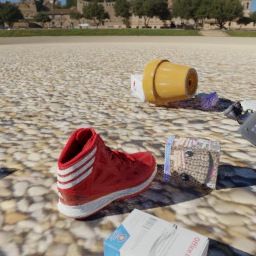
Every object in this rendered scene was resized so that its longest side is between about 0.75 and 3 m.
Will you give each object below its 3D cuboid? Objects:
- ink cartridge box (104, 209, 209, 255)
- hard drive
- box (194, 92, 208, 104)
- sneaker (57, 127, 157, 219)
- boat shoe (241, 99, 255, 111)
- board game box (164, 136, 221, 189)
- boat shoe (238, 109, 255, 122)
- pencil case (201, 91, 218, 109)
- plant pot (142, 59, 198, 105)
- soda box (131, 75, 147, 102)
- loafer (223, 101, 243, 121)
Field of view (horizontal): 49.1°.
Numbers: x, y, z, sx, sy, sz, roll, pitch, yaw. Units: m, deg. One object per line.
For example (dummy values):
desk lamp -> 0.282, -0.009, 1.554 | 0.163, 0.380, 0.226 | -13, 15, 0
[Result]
ink cartridge box -> 0.473, 2.072, 4.638 | 1.431, 0.602, 1.034 | 13, 25, 30
hard drive -> 4.368, 0.229, 8.674 | 1.109, 0.348, 1.645 | -44, 49, -7
box -> 3.678, -1.492, 13.963 | 0.433, 0.390, 0.770 | 21, 30, 40
sneaker -> -0.316, 0.723, 6.530 | 1.166, 1.720, 2.977 | 17, 27, 36
boat shoe -> 6.157, -0.957, 11.768 | 2.740, 0.976, 0.956 | 21, 29, 40
board game box -> 1.630, 0.854, 7.130 | 1.305, 1.040, 0.632 | 6, 22, 18
boat shoe -> 4.903, -0.540, 11.532 | 1.159, 0.405, 0.411 | -18, 28, -38
pencil case -> 3.883, -1.309, 13.234 | 0.570, 0.581, 1.359 | 34, 34, 15
plant pot -> 2.038, -2.088, 12.807 | 1.955, 2.135, 2.135 | 9, 22, 37
soda box -> 0.912, -2.223, 15.157 | 0.940, 0.878, 2.759 | -5, 23, -12
loafer -> 4.308, -0.631, 11.279 | 0.577, 0.658, 1.831 | 48, 31, 14
